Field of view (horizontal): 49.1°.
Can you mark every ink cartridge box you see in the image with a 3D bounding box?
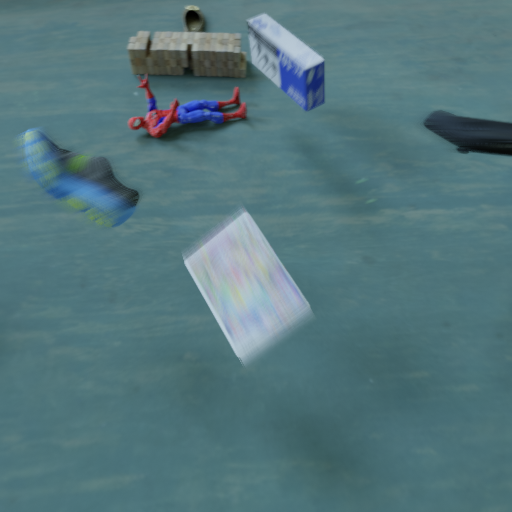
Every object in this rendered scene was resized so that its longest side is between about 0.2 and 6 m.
[{"bbox_3d":[0.640,-4.264,12.284,0.515,1.094,2.328,-29,54,-14],"label":"ink cartridge box"}]

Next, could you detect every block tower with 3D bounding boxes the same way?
[{"bbox_3d":[-1.790,-5.367,14.891,3.039,0.879,0.821,3,56,1],"label":"block tower"}]

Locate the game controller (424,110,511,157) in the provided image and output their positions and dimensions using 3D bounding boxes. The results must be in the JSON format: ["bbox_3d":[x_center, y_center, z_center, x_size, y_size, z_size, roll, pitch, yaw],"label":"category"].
[{"bbox_3d":[4.164,-1.970,9.347,2.685,0.565,1.401,1,22,-21],"label":"game controller"}]

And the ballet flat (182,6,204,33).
[{"bbox_3d":[-1.822,-6.607,15.970,0.652,0.448,1.934,0,56,0],"label":"ballet flat"}]

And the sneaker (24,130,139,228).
[{"bbox_3d":[-2.930,-1.334,9.340,2.219,0.787,0.919,35,48,4],"label":"sneaker"}]

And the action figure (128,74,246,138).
[{"bbox_3d":[-1.732,-3.708,13.491,2.860,1.415,0.933,-17,57,-8],"label":"action figure"}]

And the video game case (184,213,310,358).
[{"bbox_3d":[-0.192,0.425,8.706,1.345,0.169,1.879,-38,64,11],"label":"video game case"}]
